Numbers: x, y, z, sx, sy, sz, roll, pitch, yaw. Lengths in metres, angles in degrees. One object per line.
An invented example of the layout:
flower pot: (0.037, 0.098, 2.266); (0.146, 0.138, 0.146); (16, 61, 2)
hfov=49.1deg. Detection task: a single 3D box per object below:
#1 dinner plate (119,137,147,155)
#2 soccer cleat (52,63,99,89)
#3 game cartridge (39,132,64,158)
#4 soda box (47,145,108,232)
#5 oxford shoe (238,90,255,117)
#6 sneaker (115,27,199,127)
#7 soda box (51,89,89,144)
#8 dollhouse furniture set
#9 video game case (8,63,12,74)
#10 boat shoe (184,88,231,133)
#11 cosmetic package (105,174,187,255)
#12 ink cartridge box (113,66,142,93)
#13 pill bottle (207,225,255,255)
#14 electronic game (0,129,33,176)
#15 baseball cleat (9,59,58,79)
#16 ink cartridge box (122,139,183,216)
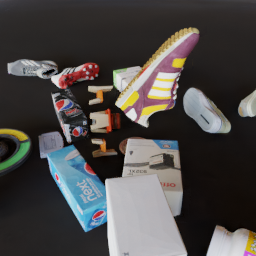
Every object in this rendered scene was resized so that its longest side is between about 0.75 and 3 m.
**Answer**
dinner plate: (0.262, 0.662, 9.326); (1.109, 0.134, 1.109); (1, 33, -1)
soccer cleat: (-2.521, -2.641, 13.669); (1.087, 0.876, 2.552); (25, 44, 35)
game cartridge: (-2.571, 0.551, 9.425); (0.791, 0.240, 1.186); (-13, 36, -12)
soda box: (-1.322, 1.486, 7.494); (0.834, 0.789, 2.460); (-19, 39, -26)
oxford shoe: (5.108, -1.069, 11.423); (0.654, 0.851, 2.265); (-11, 17, 47)
sneaker: (0.758, -0.974, 5.686); (0.992, 2.201, 0.825); (40, 29, -11)
soda box: (-2.181, -0.527, 10.401); (0.805, 0.900, 2.543); (-15, 36, -17)
dollhouse furniture set: (-0.678, -0.239, 9.148); (1.087, 2.111, 2.088); (-4, 2, -8)
video game case: (-5.966, -3.292, 15.197); (1.016, 0.201, 1.121); (-12, 35, -17)
boat shoe: (2.934, -0.617, 10.737); (0.846, 0.982, 2.728); (17, 31, -23)
cosmetic package: (0.227, 2.212, 5.434); (1.139, 1.853, 1.847); (-6, 35, -8)
ink cartridge box: (0.311, -2.042, 12.773); (1.384, 0.799, 1.903); (-13, 36, -19)
pill bottle: (2.608, 2.660, 5.527); (1.937, 1.010, 1.010); (17, 37, 24)
electronic game: (-4.293, 0.752, 8.842); (2.464, 0.513, 2.464); (0, 33, 0)
baseball cleat: (-4.766, -2.964, 14.140); (2.407, 0.839, 1.281); (-10, 35, -13)
ink cartridge box: (0.651, 1.263, 7.729); (1.526, 0.881, 2.104); (3, 34, 4)
